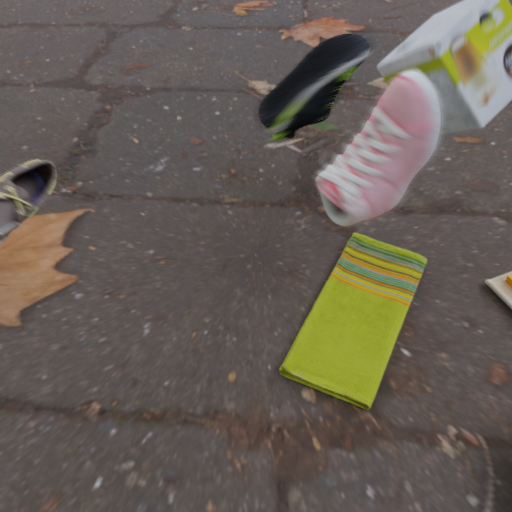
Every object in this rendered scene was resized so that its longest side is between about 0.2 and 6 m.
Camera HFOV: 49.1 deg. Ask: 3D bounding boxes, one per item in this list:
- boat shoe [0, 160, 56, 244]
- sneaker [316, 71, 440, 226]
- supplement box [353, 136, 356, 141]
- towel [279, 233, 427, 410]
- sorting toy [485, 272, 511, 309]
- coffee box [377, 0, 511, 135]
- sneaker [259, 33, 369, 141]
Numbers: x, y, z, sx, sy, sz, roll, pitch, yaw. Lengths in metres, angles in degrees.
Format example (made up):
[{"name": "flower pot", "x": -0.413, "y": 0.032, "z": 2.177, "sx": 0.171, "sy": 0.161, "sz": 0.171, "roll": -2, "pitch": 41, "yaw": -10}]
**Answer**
[{"name": "boat shoe", "x": -3.521, "y": -0.805, "z": 8.047, "sx": 0.627, "sy": 0.756, "sz": 2.106, "roll": -27, "pitch": 23, "yaw": 20}, {"name": "sneaker", "x": 1.600, "y": -1.306, "z": 7.792, "sx": 1.291, "sy": 2.471, "sz": 0.930, "roll": -24, "pitch": 61, "yaw": -22}, {"name": "supplement box", "x": 2.707, "y": -2.363, "z": 13.043, "sx": 0.967, "sy": 0.633, "sz": 0.499, "roll": 9, "pitch": 43, "yaw": 9}, {"name": "towel", "x": 1.787, "y": 0.916, "z": 9.667, "sx": 1.538, "sy": 0.323, "sz": 3.575, "roll": 17, "pitch": 45, "yaw": 19}, {"name": "sorting toy", "x": 5.483, "y": 0.957, "z": 9.570, "sx": 1.896, "sy": 0.377, "sz": 2.564, "roll": -15, "pitch": 44, "yaw": -16}, {"name": "coffee box", "x": 3.079, "y": -2.877, "z": 8.561, "sx": 1.472, "sy": 1.458, "sz": 1.475, "roll": -43, "pitch": 17, "yaw": -11}, {"name": "sneaker", "x": 1.173, "y": -3.156, "z": 10.704, "sx": 2.508, "sy": 1.038, "sz": 0.899, "roll": -33, "pitch": 47, "yaw": 26}]
